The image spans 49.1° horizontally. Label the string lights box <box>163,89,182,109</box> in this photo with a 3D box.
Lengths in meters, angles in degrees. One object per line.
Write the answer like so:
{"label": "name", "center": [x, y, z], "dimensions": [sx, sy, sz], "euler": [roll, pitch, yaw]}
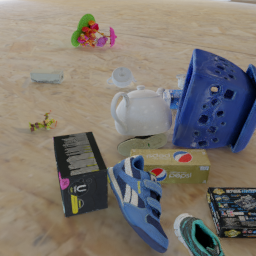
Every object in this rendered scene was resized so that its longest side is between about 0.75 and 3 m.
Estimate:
{"label": "string lights box", "center": [2.405, -1.255, 12.151], "dimensions": [1.813, 0.535, 0.932], "euler": [2, 32, 2]}

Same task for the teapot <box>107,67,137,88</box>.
{"label": "teapot", "center": [-0.297, -2.395, 13.785], "dimensions": [1.113, 0.813, 1.099], "euler": [36, 70, 14]}

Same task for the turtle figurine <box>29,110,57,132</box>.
{"label": "turtle figurine", "center": [-3.187, -0.188, 10.578], "dimensions": [1.026, 0.410, 1.272], "euler": [-16, 42, -11]}

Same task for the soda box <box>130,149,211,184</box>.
{"label": "soda box", "center": [1.178, 1.114, 8.199], "dimensions": [2.245, 0.719, 0.760], "euler": [1, 32, 0]}

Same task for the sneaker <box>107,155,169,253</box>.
{"label": "sneaker", "center": [0.350, 1.650, 6.685], "dimensions": [1.077, 0.968, 2.618], "euler": [-34, 47, 2]}

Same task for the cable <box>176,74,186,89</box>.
{"label": "cable", "center": [3.159, -2.226, 13.766], "dimensions": [1.411, 0.489, 1.411], "euler": [-7, 33, -14]}

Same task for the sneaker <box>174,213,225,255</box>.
{"label": "sneaker", "center": [1.538, 2.399, 5.299], "dimensions": [0.656, 0.771, 1.691], "euler": [-34, 79, -20]}

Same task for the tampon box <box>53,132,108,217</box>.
{"label": "tampon box", "center": [-1.295, 1.163, 7.494], "dimensions": [1.141, 1.355, 1.807], "euler": [-8, 33, -16]}

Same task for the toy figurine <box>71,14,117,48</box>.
{"label": "toy figurine", "center": [-2.131, -6.354, 19.461], "dimensions": [2.568, 2.094, 2.790], "euler": [26, 61, 21]}

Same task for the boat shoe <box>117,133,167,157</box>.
{"label": "boat shoe", "center": [0.430, 0.529, 9.366], "dimensions": [1.727, 0.620, 0.584], "euler": [-14, 16, -18]}

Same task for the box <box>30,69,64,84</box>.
{"label": "box", "center": [-4.151, -2.667, 14.412], "dimensions": [1.577, 0.539, 0.648], "euler": [4, 32, 7]}

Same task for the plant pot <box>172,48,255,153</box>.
{"label": "plant pot", "center": [3.110, -0.901, 9.655], "dimensions": [2.489, 2.768, 2.768], "euler": [13, 33, 7]}

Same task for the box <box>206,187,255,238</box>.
{"label": "box", "center": [2.944, 2.070, 6.973], "dimensions": [1.681, 0.387, 1.336], "euler": [0, 32, 0]}

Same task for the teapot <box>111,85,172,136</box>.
{"label": "teapot", "center": [0.470, -0.663, 9.688], "dimensions": [2.156, 1.595, 2.184], "euler": [-6, 11, -4]}
